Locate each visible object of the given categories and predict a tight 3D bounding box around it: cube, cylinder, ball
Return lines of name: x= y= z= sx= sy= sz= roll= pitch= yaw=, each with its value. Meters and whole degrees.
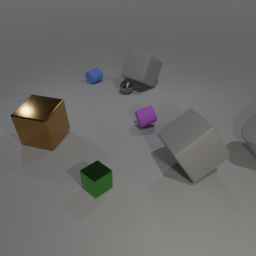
cube: x=-3.191 y=-0.225 z=10.431 sx=1.400 sy=1.400 sz=1.400 roll=10 pitch=42 yaw=15
cylinder: x=0.724 y=-0.478 z=11.356 sx=0.700 sy=0.700 sz=0.700 roll=-22 pitch=36 yaw=-5
cylinder: x=-1.836 y=-2.848 z=15.276 sx=0.700 sy=0.700 sz=0.700 roll=-32 pitch=44 yaw=-33
cube: x=2.015 y=0.515 z=8.697 sx=1.400 sy=1.400 sz=1.400 roll=-37 pitch=33 yaw=4
cylinder: x=4.555 y=0.360 z=8.842 sx=1.400 sy=1.400 sz=1.400 roll=-34 pitch=27 yaw=21
ball: x=-0.072 y=-2.084 z=14.162 sx=0.700 sy=0.700 sz=0.700 roll=0 pitch=33 yaw=0
cube: x=0.727 y=-3.058 z=14.527 sx=1.400 sy=1.400 sz=1.400 roll=22 pitch=7 yaw=32
cube: x=-0.949 y=1.543 z=8.490 sx=0.700 sy=0.700 sz=0.700 roll=-28 pitch=42 yaw=-36
